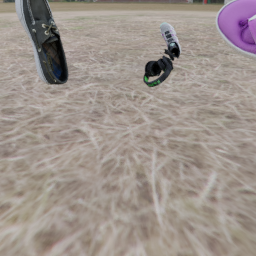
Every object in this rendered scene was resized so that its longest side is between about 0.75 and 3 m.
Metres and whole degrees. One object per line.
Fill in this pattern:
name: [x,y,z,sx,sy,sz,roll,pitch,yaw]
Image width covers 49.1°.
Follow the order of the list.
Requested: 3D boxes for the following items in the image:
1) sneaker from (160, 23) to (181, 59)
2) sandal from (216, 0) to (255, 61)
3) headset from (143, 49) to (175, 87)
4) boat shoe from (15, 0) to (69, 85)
sneaker: [1.677,-3.329,10.767,0.556,1.432,1.001,-27,23,20]
sandal: [2.605,-1.463,4.522,2.738,1.114,0.673,46,9,27]
headset: [0.942,-1.658,7.804,0.858,0.653,1.390,-11,49,44]
boat shoe: [-2.029,-2.284,7.033,0.715,2.527,0.867,16,38,38]
